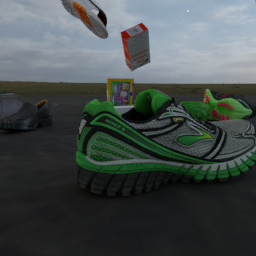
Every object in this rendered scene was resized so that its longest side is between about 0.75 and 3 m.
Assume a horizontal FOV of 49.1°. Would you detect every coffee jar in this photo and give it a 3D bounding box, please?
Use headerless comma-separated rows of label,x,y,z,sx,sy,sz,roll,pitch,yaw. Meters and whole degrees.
coffee jar,-4.487,-0.646,8.619,2.195,0.937,1.145,4,10,21

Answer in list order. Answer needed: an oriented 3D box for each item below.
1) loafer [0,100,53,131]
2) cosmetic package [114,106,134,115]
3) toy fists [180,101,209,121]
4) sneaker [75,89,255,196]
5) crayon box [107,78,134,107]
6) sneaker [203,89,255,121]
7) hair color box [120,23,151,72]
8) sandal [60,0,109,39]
loafer,-2.627,-0.338,7.234,0.724,0.719,1.988,2,9,10
cosmetic package,0.019,-0.531,9.599,1.718,0.435,0.709,-6,10,-38
toy fists,1.992,-0.494,8.789,0.948,0.639,1.859,-6,9,6
sneaker,0.605,0.075,3.238,2.420,1.031,0.944,-4,9,-28
crayon box,-0.379,-1.700,13.978,1.320,1.530,0.446,-1,8,-8
sneaker,3.196,-0.674,9.117,1.093,1.001,2.610,1,18,-9
hair color box,0.261,-2.470,8.659,0.745,1.343,0.429,-28,58,-10
sandal,-1.228,-3.550,8.238,2.393,0.686,0.917,45,-9,26
